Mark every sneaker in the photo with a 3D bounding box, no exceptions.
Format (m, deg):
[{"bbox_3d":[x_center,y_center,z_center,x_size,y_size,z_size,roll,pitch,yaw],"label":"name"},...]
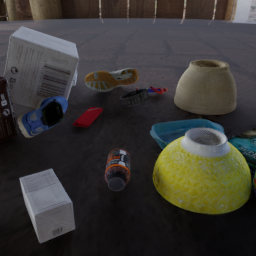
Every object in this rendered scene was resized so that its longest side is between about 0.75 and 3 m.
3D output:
[{"bbox_3d":[-0.798,-2.259,13.432,2.567,0.971,1.125,-7,6,-10],"label":"sneaker"},{"bbox_3d":[-2.451,-0.461,9.136,1.100,0.969,2.467,-15,21,18],"label":"sneaker"}]

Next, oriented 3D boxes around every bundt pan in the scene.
[{"bbox_3d":[0.305,-1.199,11.272,1.218,0.457,1.218,-18,15,5],"label":"bundt pan"}]

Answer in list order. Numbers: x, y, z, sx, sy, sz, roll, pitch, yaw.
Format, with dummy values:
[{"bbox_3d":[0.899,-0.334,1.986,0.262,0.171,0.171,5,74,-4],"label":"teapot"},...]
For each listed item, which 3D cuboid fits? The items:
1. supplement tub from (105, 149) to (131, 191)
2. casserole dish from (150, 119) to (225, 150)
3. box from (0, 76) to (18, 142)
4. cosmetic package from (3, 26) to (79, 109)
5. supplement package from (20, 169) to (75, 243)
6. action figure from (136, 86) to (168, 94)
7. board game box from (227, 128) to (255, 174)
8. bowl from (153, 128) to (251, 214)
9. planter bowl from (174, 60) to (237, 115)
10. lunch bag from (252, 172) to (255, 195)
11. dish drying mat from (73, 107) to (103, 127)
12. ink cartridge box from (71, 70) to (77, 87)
[{"bbox_3d":[-0.244,1.032,6.896,0.616,0.616,1.152,0,26,1],"label":"supplement tub"},{"bbox_3d":[1.816,0.246,8.660,2.335,0.453,1.414,-6,27,-13],"label":"casserole dish"},{"bbox_3d":[-5.053,-0.586,8.602,2.387,1.980,1.960,18,32,32],"label":"box"},{"bbox_3d":[-3.413,-2.327,10.988,2.350,2.348,2.849,14,21,-20],"label":"cosmetic package"},{"bbox_3d":[-1.677,1.536,5.763,0.741,0.713,1.302,-14,30,-26],"label":"supplement package"},{"bbox_3d":[1.093,-1.723,12.755,1.433,0.370,0.469,0,21,-5],"label":"action figure"},{"bbox_3d":[4.072,0.861,7.486,1.878,0.391,2.777,-17,32,-31],"label":"board game box"},{"bbox_3d":[1.800,0.753,6.725,2.371,1.276,2.371,0,26,0],"label":"bowl"},{"bbox_3d":[3.203,-1.806,11.383,2.524,1.699,2.524,0,26,0],"label":"planter bowl"},{"bbox_3d":[3.270,1.017,5.330,1.263,2.021,2.685,-1,27,-1],"label":"lunch bag"},{"bbox_3d":[-1.450,-0.431,10.352,0.591,0.140,1.540,8,27,14],"label":"dish drying mat"},{"bbox_3d":[-3.871,-2.293,13.878,2.660,0.629,2.129,-18,28,2],"label":"ink cartridge box"}]
